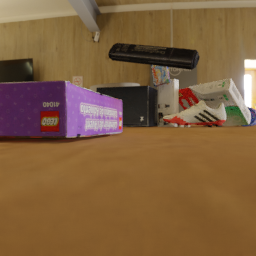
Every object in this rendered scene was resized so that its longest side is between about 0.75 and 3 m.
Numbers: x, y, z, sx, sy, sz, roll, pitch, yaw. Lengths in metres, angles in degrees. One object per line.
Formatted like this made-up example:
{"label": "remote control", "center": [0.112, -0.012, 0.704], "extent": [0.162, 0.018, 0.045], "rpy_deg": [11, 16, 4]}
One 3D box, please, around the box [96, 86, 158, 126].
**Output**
{"label": "box", "center": [0.204, -0.758, 10.763], "extent": [1.990, 1.403, 2.689], "rpy_deg": [1, 1, 18]}

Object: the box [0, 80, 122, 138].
{"label": "box", "center": [-1.359, -0.142, 3.019], "extent": [2.314, 0.452, 1.584], "rpy_deg": [0, 1, 14]}

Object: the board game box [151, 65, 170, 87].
{"label": "board game box", "center": [1.147, -1.937, 9.910], "extent": [0.584, 0.863, 0.149], "rpy_deg": [-15, -16, 28]}

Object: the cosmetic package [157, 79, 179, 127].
{"label": "cosmetic package", "center": [1.453, -0.890, 10.178], "extent": [0.699, 1.694, 0.429], "rpy_deg": [0, 1, 30]}

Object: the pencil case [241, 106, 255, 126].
{"label": "pencil case", "center": [4.902, -0.471, 11.386], "extent": [0.743, 0.827, 1.905], "rpy_deg": [1, 2, 29]}

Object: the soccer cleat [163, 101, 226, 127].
{"label": "soccer cleat", "center": [2.162, -0.459, 9.123], "extent": [2.046, 0.871, 0.702], "rpy_deg": [0, 1, 2]}

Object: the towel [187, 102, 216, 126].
{"label": "towel", "center": [3.475, -0.596, 11.259], "extent": [1.627, 0.241, 2.218], "rpy_deg": [2, -22, 33]}

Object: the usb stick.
{"label": "usb stick", "center": [0.680, -1.990, 7.711], "extent": [2.499, 0.693, 0.408], "rpy_deg": [11, -39, 19]}

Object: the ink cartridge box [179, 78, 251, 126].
{"label": "ink cartridge box", "center": [2.885, -0.765, 10.088], "extent": [2.398, 0.601, 1.930], "rpy_deg": [-8, -39, 42]}
